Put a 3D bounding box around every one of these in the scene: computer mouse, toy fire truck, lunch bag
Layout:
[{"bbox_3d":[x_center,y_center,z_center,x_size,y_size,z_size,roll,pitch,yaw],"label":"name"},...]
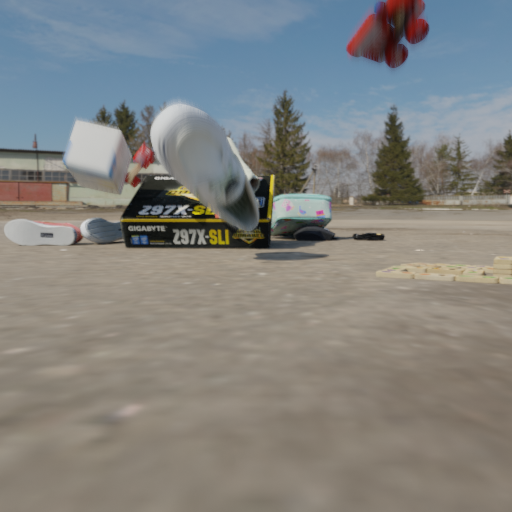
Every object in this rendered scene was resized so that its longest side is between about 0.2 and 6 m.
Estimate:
[{"bbox_3d":[2.376,-0.653,16.097,2.604,0.443,0.763,0,3,1],"label":"computer mouse"},{"bbox_3d":[1.426,-2.457,6.068,0.667,0.445,0.794,-1,-36,-40],"label":"toy fire truck"},{"bbox_3d":[1.280,-1.202,16.996,1.892,0.909,2.359,-2,-10,-9],"label":"lunch bag"},{"bbox_3d":[-2.468,-1.881,11.802,0.299,0.864,1.226,38,0,-7],"label":"toy fire truck"}]

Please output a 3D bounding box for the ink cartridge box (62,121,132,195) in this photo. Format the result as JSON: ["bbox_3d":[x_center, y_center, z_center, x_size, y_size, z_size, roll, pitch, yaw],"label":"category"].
[{"bbox_3d":[-3.450,-2.119,12.331,1.008,1.026,1.394,13,-14,1],"label":"ink cartridge box"}]

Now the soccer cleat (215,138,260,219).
[{"bbox_3d":[-0.448,-1.792,12.757,1.047,0.935,2.700,-8,44,4],"label":"soccer cleat"}]

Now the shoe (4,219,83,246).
[{"bbox_3d":[-5.302,-0.559,14.085,1.787,0.639,0.813,5,3,0],"label":"shoe"}]

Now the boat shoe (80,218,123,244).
[{"bbox_3d":[-3.993,-0.570,14.688,0.606,0.703,1.953,-24,-8,20],"label":"boat shoe"}]

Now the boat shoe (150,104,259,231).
[{"bbox_3d":[-0.599,-1.349,9.206,1.012,1.114,3.029,42,0,27],"label":"boat shoe"}]

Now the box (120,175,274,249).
[{"bbox_3d":[-1.284,-1.143,13.658,3.412,0.842,2.724,1,31,4],"label":"box"}]

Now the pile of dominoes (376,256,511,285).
[{"bbox_3d":[2.870,0.096,7.540,2.139,0.341,1.668,3,6,26],"label":"pile of dominoes"}]
